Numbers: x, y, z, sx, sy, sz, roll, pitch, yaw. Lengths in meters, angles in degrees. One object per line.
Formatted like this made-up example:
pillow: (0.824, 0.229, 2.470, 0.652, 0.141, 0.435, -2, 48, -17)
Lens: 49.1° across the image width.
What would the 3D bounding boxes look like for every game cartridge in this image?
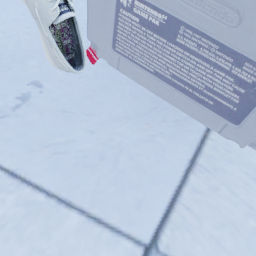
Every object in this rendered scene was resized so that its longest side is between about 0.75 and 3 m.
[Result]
game cartridge: (0.757, -0.983, 3.223, 2.851, 1.898, 0.583, 34, 65, 11)

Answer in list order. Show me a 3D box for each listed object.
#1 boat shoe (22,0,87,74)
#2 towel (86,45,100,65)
boat shoe: (-1.141, -1.882, 4.511, 0.801, 2.249, 0.785, 29, 57, 36)
towel: (-0.500, -1.845, 5.866, 1.051, 0.118, 0.760, -47, 36, 13)
